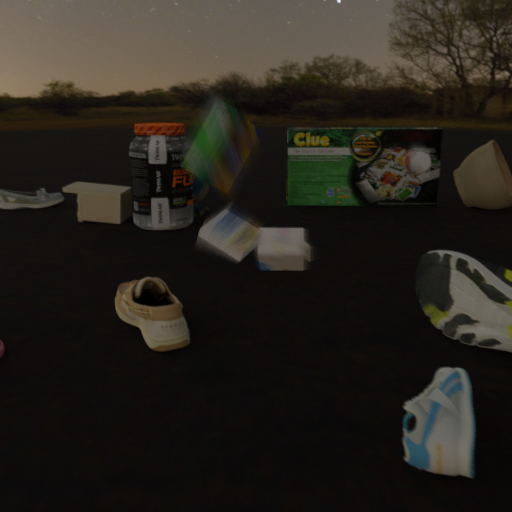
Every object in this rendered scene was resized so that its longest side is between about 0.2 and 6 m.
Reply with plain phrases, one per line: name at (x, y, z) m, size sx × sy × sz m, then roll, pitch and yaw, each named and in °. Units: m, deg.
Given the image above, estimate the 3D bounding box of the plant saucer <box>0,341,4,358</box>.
plant saucer at (-3.826, 1.204, 7.184) m, size 1.073 × 0.272 × 1.073 m, roll 1°, pitch 17°, yaw 0°

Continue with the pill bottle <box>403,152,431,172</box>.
pill bottle at (3.997, -2.335, 13.895) m, size 0.492 × 0.492 × 0.862 m, roll 0°, pitch 10°, yaw -1°

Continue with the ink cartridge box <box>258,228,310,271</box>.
ink cartridge box at (0.535, -0.121, 10.451) m, size 0.945 × 0.608 × 0.592 m, roll 0°, pitch 58°, yaw 6°

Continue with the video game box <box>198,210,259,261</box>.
video game box at (-0.458, -0.410, 10.716) m, size 0.978 × 0.229 × 0.891 m, roll 31°, pitch 43°, yaw 13°

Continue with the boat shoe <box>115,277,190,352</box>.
boat shoe at (-1.529, 0.662, 8.163) m, size 0.778 × 0.730 × 2.109 m, roll -10°, pitch 20°, yaw -30°

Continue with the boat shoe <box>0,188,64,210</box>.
boat shoe at (-6.531, -1.700, 16.197) m, size 1.820 × 0.584 × 0.671 m, roll -5°, pitch 18°, yaw -16°

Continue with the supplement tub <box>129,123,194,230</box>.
supplement tub at (-2.327, -1.980, 13.810) m, size 1.530 × 2.497 × 1.530 m, roll 0°, pitch 17°, yaw 0°

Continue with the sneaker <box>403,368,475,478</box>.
sneaker at (1.792, 1.541, 5.547) m, size 0.634 × 0.601 × 1.570 m, roll 0°, pitch 13°, yaw 17°

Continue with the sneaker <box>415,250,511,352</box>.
sneaker at (3.549, 0.765, 7.556) m, size 1.301 × 1.145 × 3.074 m, roll -5°, pitch 26°, yaw -37°

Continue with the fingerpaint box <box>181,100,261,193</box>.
fingerpaint box at (-0.490, -1.569, 8.215) m, size 0.393 × 1.073 × 0.895 m, roll 31°, pitch 3°, yaw 25°

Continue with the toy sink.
toy sink at (-4.146, -1.367, 14.653) m, size 1.542 × 0.864 × 1.005 m, roll 6°, pitch 17°, yaw 2°

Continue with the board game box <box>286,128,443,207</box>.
board game box at (3.053, -2.552, 16.135) m, size 4.344 × 2.276 × 0.510 m, roll 1°, pitch 18°, yaw 2°

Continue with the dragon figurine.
dragon figurine at (-2.305, -2.127, 15.268) m, size 3.906 × 1.942 × 1.149 m, roll 4°, pitch 17°, yaw 14°

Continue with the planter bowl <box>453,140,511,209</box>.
planter bowl at (6.446, -2.124, 15.918) m, size 1.298 × 1.928 × 1.928 m, roll -22°, pitch 4°, yaw 32°
